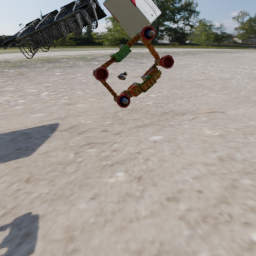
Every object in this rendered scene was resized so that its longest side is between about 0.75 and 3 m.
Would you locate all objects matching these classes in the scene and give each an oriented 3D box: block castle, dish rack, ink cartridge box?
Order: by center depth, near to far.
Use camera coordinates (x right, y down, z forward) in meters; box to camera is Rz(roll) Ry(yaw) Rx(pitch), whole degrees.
[{"bbox_3d":[0.113,-1.130,5.301,1.415,0.946,0.664,-42,22,-6],"label":"block castle"},{"bbox_3d":[-1.547,-2.286,6.276,2.151,0.765,2.805,-24,28,6],"label":"dish rack"},{"bbox_3d":[0.235,-4.359,10.228,0.905,1.603,2.184,-35,15,32],"label":"ink cartridge box"}]
